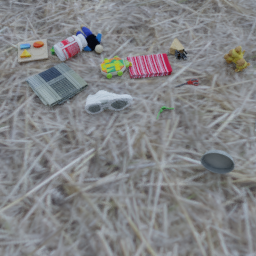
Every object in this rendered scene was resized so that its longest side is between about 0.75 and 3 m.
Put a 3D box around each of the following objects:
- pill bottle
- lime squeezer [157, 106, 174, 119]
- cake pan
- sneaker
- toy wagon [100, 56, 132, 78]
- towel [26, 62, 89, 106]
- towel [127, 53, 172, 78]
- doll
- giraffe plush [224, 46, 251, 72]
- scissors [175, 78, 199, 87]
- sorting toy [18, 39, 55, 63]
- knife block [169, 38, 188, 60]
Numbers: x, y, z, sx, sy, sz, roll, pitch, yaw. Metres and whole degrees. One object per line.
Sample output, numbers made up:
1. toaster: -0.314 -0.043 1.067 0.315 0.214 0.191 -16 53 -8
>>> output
1. pill bottle: -2.808 -4.002 13.788 1.503 0.843 0.843 -33 61 -14
2. lime squeezer: 1.506 -0.725 12.023 0.970 0.183 0.342 -32 91 -22
3. cake pan: 3.211 1.193 10.021 1.194 1.194 0.219 17 51 12
4. sneaker: -0.849 -1.283 12.023 2.060 0.803 1.024 -6 52 -6
5. toy wagon: -0.559 -2.986 13.416 1.517 0.300 1.177 -14 56 1
6. towel: -3.238 -1.995 12.833 2.107 0.378 2.188 -34 59 -25
7. towel: 1.026 -3.054 13.591 2.042 0.230 1.477 -6 54 -4
8. doll: -1.926 -4.577 14.446 1.378 0.490 2.020 -39 64 0
9. giraffe plush: 5.294 -3.211 13.427 1.141 0.985 0.925 5 58 -41
10. scissors: 2.716 -2.097 13.020 1.207 0.084 0.442 -6 57 -3
11. sorting toy: -4.508 -4.038 14.222 2.138 0.315 1.581 -10 55 -6
12. knife block: 2.641 -3.945 14.127 1.014 0.370 1.155 20 57 13
